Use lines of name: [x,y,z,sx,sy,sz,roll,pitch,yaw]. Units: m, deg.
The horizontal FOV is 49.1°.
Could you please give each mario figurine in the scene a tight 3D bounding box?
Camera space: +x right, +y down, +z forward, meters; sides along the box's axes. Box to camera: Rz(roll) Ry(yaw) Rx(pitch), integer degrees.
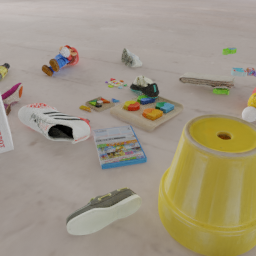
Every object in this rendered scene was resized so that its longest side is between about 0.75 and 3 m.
mario figurine: [-3.272,-3.415,13.394,1.423,1.222,2.305,10,35,15]

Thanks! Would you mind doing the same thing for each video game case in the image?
video game case: [-0.294,0.505,8.195,1.256,0.156,1.755,-7,33,-12]

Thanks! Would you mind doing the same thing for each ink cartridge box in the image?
ink cartridge box: [-4.638,-0.086,7.386,2.686,1.971,1.113,-16,40,-22]

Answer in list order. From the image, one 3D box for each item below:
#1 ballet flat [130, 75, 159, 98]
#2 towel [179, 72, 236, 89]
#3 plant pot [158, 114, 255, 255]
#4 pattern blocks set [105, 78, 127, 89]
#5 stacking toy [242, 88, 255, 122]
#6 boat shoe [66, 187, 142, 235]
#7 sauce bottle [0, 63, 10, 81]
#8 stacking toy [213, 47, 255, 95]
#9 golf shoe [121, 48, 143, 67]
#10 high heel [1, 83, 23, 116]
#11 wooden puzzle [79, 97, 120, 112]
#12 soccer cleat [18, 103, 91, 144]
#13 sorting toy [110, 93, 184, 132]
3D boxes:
ballet flat: [0.639,-1.677,10.867,0.647,0.650,1.902,-16,25,-24]
towel: [3.353,-2.000,11.739,2.205,0.380,1.461,11,21,21]
plant pot: [1.764,0.966,5.625,2.240,2.107,2.240,0,31,0]
pattern blocks set: [-0.528,-1.926,12.085,0.981,0.080,0.862,18,37,26]
stacking toy: [4.669,-0.864,9.570,2.066,1.509,1.509,-38,46,-22]
boat shoe: [-0.536,1.711,5.908,1.710,0.611,0.511,-13,34,-30]
sauce bottle: [-5.751,-2.589,12.758,0.471,0.471,1.457,0,33,-1]
stacking toy: [4.652,-2.093,10.717,2.438,1.838,0.573,2,32,2]
golf shoe: [0.175,-3.504,14.232,0.834,0.672,1.715,6,34,-24]
high heel: [-4.572,-1.177,10.309,0.941,0.660,1.957,11,36,-3]
wooden puzzle: [-1.053,-0.914,10.422,0.926,0.160,1.372,26,40,34]
soccer cleat: [-2.384,-0.124,8.496,2.595,0.890,1.105,16,25,15]
sorting toy: [0.683,-0.713,9.902,1.895,0.373,2.047,25,40,33]
